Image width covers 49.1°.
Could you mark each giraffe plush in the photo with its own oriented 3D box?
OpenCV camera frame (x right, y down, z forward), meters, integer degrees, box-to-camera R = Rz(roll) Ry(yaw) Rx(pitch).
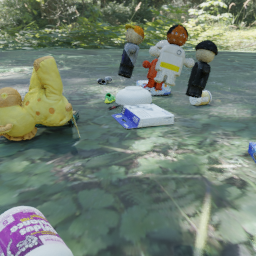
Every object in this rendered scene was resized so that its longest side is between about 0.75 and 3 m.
[{"bbox_3d":[-2.901,-0.592,8.316,2.190,2.700,2.330,-19,-18,-14],"label":"giraffe plush"}]

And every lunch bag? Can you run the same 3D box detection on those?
[{"bbox_3d":[1.331,-2.067,14.191,1.822,0.688,1.460,0,17,2],"label":"lunch bag"}]

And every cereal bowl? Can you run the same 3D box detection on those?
[{"bbox_3d":[0.252,-1.476,12.500,1.626,0.677,1.626,0,18,0],"label":"cereal bowl"}]

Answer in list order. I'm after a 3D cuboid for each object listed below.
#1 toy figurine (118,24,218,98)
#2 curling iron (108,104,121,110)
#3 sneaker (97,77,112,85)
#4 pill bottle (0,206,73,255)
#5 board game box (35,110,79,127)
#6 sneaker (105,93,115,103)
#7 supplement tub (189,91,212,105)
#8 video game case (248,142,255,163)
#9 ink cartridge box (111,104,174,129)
[{"bbox_3d":[0.540,-0.972,3.928,1.148,0.812,1.167,12,6,-46],"label":"toy figurine"},{"bbox_3d":[-0.549,-0.876,11.598,0.202,0.104,0.813,-32,-6,36],"label":"curling iron"},{"bbox_3d":[-1.326,-2.815,16.795,0.987,0.373,0.562,-15,24,-23],"label":"sneaker"},{"bbox_3d":[-1.150,1.635,3.439,0.810,0.810,1.443,-15,25,-36],"label":"pill bottle"},{"bbox_3d":[-2.775,-0.369,9.950,1.869,0.263,1.264,1,20,2],"label":"board game box"},{"bbox_3d":[-0.808,-1.400,12.662,0.365,0.412,0.985,2,19,9],"label":"sneaker"},{"bbox_3d":[3.129,-1.295,12.108,0.809,0.584,0.584,-9,21,-24],"label":"supplement tub"},{"bbox_3d":[3.733,0.737,6.722,1.264,0.317,1.395,3,20,7],"label":"video game case"},{"bbox_3d":[0.478,-0.469,10.086,1.773,0.360,1.769,-7,21,-20],"label":"ink cartridge box"}]
